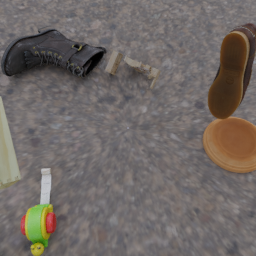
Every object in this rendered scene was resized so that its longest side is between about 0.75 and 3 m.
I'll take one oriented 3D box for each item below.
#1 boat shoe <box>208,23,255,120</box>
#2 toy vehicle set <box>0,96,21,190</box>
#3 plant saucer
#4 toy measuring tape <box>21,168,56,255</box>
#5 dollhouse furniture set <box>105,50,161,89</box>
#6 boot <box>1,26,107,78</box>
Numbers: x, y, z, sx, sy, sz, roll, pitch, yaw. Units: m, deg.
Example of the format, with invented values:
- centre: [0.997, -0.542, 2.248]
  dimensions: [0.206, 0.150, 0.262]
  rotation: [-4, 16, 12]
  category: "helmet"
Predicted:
- centre: [1.683, -0.839, 4.413]
  dimensions: [0.549, 1.561, 0.549]
  rotation: [31, 51, 26]
  category: "boat shoe"
- centre: [-1.704, 0.298, 3.664]
  dimensions: [0.204, 1.542, 0.958]
  rotation: [-13, 82, -30]
  category: "toy vehicle set"
- centre: [2.904, 0.359, 7.522]
  dimensions: [1.720, 0.322, 1.720]
  rotation: [0, 57, 0]
  category: "plant saucer"
- centre: [-1.987, 1.761, 6.355]
  dimensions: [0.768, 0.768, 2.088]
  rotation: [-4, 57, -3]
  category: "toy measuring tape"
- centre: [0.220, -1.751, 8.789]
  dimensions: [1.584, 0.821, 0.701]
  rotation: [27, 100, 17]
  category: "dollhouse furniture set"
- centre: [-2.278, -2.188, 8.837]
  dimensions: [2.366, 0.941, 2.718]
  rotation: [30, 59, 19]
  category: "boot"
